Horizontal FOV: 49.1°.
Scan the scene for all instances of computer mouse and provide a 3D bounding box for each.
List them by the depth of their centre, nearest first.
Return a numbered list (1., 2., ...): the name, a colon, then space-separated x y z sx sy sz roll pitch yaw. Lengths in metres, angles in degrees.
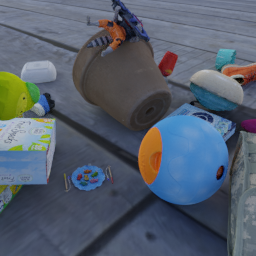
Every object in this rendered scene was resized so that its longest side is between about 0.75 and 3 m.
1. computer mouse: 2.366 -0.505 9.020 1.037 0.239 0.728 16 67 33

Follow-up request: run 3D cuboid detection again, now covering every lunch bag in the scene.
1. lunch bag: 3.005 1.506 4.943 2.271 1.628 2.769 9 40 14

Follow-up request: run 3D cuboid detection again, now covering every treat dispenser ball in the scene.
1. treat dispenser ball: 1.167 0.668 5.998 1.884 1.884 1.884 0 34 0

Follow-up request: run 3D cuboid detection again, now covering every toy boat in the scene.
1. toy boat: 2.239 -1.341 9.255 2.993 1.391 2.516 28 14 13

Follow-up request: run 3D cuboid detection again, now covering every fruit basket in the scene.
1. fruit basket: -2.500 -0.484 4.821 2.004 2.004 1.445 -7 31 -10

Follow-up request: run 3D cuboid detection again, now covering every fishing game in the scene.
1. fishing game: -0.956 1.151 6.750 1.159 0.180 0.830 -6 37 -10

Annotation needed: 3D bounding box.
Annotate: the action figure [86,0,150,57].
1. action figure: -0.344 -2.686 7.337 1.678 0.907 1.735 -26 80 -35

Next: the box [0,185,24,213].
1. box: -3.253 1.571 5.825 1.227 0.506 2.091 9 32 13

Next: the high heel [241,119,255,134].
1. high heel: 4.596 -0.239 7.889 2.522 1.212 0.850 8 34 12

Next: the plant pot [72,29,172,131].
1. plant pot: 0.054 -1.297 8.520 2.781 2.781 2.426 -20 55 -27

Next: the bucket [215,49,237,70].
1. bucket: 4.282 -2.980 12.275 0.659 1.013 1.013 18 37 27

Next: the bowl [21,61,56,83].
1. bowl: -3.789 -2.414 11.802 1.437 0.536 1.435 -7 34 -8

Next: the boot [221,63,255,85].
1. boot: 4.819 -2.063 11.187 1.965 0.737 1.054 -2 38 10

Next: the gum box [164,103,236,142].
1. gum box: 1.946 0.023 8.125 1.737 0.387 1.476 28 49 36

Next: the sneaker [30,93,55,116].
1. sneaker: -3.052 -0.957 9.570 1.378 0.529 0.767 30 50 32

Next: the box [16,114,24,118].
1. box: -3.751 -0.389 8.802 0.896 0.454 0.504 20 39 27

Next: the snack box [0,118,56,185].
1. snack box: -2.809 0.426 6.504 2.094 0.840 2.483 1 18 -10
